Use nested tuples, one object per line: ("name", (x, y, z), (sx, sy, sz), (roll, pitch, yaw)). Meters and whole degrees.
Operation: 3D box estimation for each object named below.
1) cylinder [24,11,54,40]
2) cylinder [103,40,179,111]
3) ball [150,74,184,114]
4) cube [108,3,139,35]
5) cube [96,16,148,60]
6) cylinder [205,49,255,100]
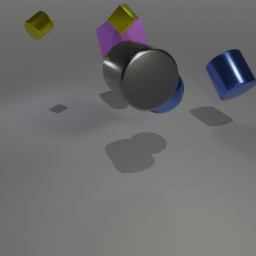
("cylinder", (-3.015, -3.473, 9.498), (0.700, 0.700, 0.700), (20, 59, 32))
("cylinder", (0.253, -1.274, 6.633), (1.400, 1.400, 1.400), (-10, 26, -19))
("ball", (0.918, -1.117, 8.122), (1.400, 1.400, 1.400), (0, 28, 0))
("cube", (-0.158, -3.809, 9.788), (0.700, 0.700, 0.700), (45, 30, -8))
("cube", (-0.242, -3.646, 11.509), (1.400, 1.400, 1.400), (-16, 3, -40))
("cylinder", (3.836, -1.970, 10.501), (1.400, 1.400, 1.400), (-14, 73, -24))
